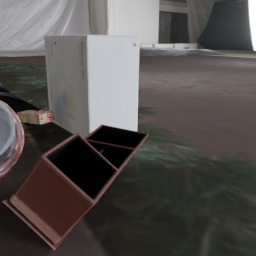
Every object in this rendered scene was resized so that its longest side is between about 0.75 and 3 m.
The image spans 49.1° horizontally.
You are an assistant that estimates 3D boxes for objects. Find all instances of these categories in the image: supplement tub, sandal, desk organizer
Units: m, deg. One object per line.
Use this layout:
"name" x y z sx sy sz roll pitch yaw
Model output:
"supplement tub" -1.960 0.225 3.569 1.087 1.087 2.032 -12 -8 -31
"sandal" -3.067 -0.615 7.071 1.953 0.742 0.418 22 -7 -30
"desk organizer" -0.543 0.511 4.222 0.862 0.925 2.403 42 26 2

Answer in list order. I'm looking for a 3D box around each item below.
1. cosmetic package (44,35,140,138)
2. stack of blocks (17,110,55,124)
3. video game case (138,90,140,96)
"cosmetic package" -0.983 -1.131 7.172 1.461 2.370 2.377 -12 21 -36
"stack of blocks" -2.209 -0.276 6.735 0.808 0.237 0.465 6 16 33
"video game case" 0.046 -1.511 11.931 0.878 0.112 0.793 2 19 6
